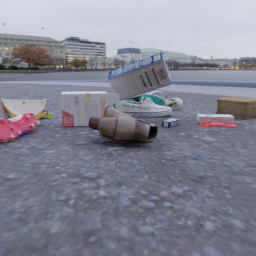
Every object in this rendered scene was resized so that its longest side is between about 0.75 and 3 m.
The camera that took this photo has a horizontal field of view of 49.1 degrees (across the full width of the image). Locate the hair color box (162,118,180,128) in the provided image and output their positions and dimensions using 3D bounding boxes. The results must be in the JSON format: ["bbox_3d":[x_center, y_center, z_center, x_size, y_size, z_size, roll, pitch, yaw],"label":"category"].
[{"bbox_3d":[1.796,-0.217,11.708,0.414,0.251,0.829,10,16,37],"label":"hair color box"}]

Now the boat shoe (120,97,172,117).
[{"bbox_3d":[0.856,-1.078,13.958,2.701,0.943,0.957,1,13,3],"label":"boat shoe"}]

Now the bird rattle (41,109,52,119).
[{"bbox_3d":[-4.073,-0.656,13.375,0.834,0.470,0.680,6,30,39],"label":"bird rattle"}]

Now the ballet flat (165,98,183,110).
[{"bbox_3d":[2.397,-1.376,15.742,2.035,0.707,0.707,-11,16,-28],"label":"ballet flat"}]

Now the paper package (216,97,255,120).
[{"bbox_3d":[5.491,-1.033,13.926,1.704,0.881,1.624,-12,17,-41],"label":"paper package"}]

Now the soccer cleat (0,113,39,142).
[{"bbox_3d":[-4.142,0.022,9.782,0.946,0.825,2.474,-21,7,23],"label":"soccer cleat"}]

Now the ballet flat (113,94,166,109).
[{"bbox_3d":[0.514,-1.275,15.082,2.956,1.026,1.026,-4,13,-4],"label":"ballet flat"}]

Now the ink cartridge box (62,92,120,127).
[{"bbox_3d":[-1.568,-0.827,11.843,2.372,1.381,0.800,-1,12,-11],"label":"ink cartridge box"}]

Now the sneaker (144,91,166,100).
[{"bbox_3d":[1.220,-2.069,18.515,2.212,0.891,1.619,-12,21,-24],"label":"sneaker"}]

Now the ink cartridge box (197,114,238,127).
[{"bbox_3d":[3.822,-0.345,12.107,1.484,0.332,1.308,1,12,5],"label":"ink cartridge box"}]

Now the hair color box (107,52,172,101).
[{"bbox_3d":[0.505,-2.176,12.143,2.499,1.250,0.756,-16,38,17],"label":"hair color box"}]

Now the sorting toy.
[{"bbox_3d":[-4.372,-0.544,11.552,1.693,0.904,1.524,-3,-17,-33],"label":"sorting toy"}]

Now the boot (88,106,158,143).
[{"bbox_3d":[0.007,-0.061,9.782,2.109,1.013,2.884,11,13,14],"label":"boot"}]
